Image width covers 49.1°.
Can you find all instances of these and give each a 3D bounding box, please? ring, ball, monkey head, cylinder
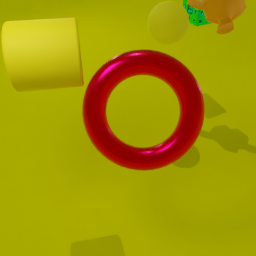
[{"bbox_3d":[0.241,-0.254,4.578,1.995,1.995,0.399,3,12,3],"label":"ring"},{"bbox_3d":[1.004,-2.624,7.011,1.026,1.026,1.026,0,44,0],"label":"ball"},{"bbox_3d":[2.465,-3.146,7.264,1.739,1.048,1.251,-7,49,28],"label":"monkey head"},{"bbox_3d":[-1.307,-1.167,4.505,1.082,1.082,1.082,-6,45,-8],"label":"cylinder"}]

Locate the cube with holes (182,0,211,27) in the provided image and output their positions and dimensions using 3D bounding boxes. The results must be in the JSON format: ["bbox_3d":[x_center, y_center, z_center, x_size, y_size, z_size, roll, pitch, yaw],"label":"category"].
[{"bbox_3d":[2.262,-3.756,8.703,0.818,0.818,0.818,-18,43,-20],"label":"cube with holes"}]
